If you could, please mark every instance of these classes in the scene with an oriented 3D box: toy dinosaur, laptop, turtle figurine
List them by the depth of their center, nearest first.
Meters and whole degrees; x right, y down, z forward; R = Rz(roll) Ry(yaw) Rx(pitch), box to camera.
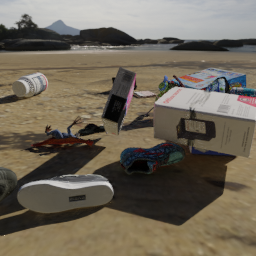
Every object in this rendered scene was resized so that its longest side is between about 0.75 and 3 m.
[{"bbox_3d":[-1.835,0.393,8.544,1.416,0.819,1.561,27,69,28],"label":"toy dinosaur"},{"bbox_3d":[1.882,-0.902,11.463,2.101,2.167,1.559,13,-19,-35],"label":"turtle figurine"},{"bbox_3d":[-0.164,-2.719,16.591,1.383,0.806,1.560,2,20,5],"label":"laptop"}]

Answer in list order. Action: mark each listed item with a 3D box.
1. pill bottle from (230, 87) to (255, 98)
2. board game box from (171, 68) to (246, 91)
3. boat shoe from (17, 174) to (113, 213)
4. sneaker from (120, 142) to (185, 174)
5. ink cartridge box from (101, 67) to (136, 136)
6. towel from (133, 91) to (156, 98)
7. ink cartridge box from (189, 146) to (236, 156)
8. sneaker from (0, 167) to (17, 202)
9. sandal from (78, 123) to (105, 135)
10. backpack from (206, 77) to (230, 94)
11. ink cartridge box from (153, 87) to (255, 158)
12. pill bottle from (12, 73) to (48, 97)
[{"bbox_3d":[5.234,-1.435,12.926,1.486,0.823,0.823,8,21,22],"label":"pill bottle"},{"bbox_3d":[4.089,-2.274,14.563,2.710,0.773,2.767,-19,24,-15],"label":"board game box"},{"bbox_3d":[-1.237,1.228,5.656,1.827,0.655,0.619,-3,20,-15],"label":"boat shoe"},{"bbox_3d":[0.640,0.861,6.934,1.647,0.653,0.787,-9,29,1],"label":"sneaker"},{"bbox_3d":[-0.272,-0.567,7.978,0.527,1.345,2.841,19,-9,-1],"label":"ink cartridge box"},{"bbox_3d":[0.878,-1.809,14.983,0.950,0.160,0.995,-8,22,-21],"label":"towel"},{"bbox_3d":[2.575,0.013,9.084,1.355,0.637,2.882,3,19,6],"label":"ink cartridge box"},{"bbox_3d":[-2.970,1.523,4.537,1.235,0.907,2.729,21,32,40],"label":"sneaker"},{"bbox_3d":[-1.166,-0.023,9.709,1.225,0.293,0.460,-11,22,-29],"label":"sandal"},{"bbox_3d":[3.907,-1.327,12.106,1.313,1.393,1.708,-7,25,7],"label":"backpack"},{"bbox_3d":[2.053,-0.266,7.362,2.392,1.009,1.732,12,27,23],"label":"ink cartridge box"},{"bbox_3d":[-5.177,-2.243,14.776,1.109,1.109,1.855,6,20,15],"label":"pill bottle"}]
